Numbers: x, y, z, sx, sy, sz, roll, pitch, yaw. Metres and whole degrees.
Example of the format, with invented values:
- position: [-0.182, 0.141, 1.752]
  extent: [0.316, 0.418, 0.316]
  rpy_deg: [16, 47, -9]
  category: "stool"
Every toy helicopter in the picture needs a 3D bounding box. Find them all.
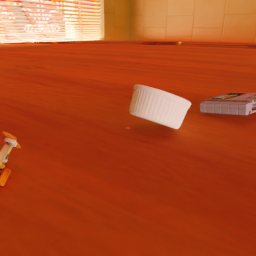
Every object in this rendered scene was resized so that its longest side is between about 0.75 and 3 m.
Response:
- position: [-2.478, 0.497, 5.583]
  extent: [0.557, 0.934, 1.413]
  rpy_deg: [27, -2, -17]
  category: "toy helicopter"

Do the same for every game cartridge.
- position: [3.763, -0.879, 9.376]
  extent: [2.552, 0.490, 1.654]
  rpy_deg: [-16, 20, -40]
  category: "game cartridge"

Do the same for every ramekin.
- position: [0.820, -0.553, 7.682]
  extent: [1.627, 0.793, 1.627]
  rpy_deg: [19, 2, -1]
  category: "ramekin"
